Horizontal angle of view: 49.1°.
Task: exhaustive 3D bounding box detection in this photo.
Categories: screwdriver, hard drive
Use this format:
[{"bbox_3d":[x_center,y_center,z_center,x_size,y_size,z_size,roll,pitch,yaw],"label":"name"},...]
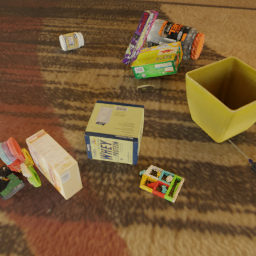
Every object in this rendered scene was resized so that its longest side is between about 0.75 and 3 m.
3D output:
[{"bbox_3d":[4.303,1.035,10.173,0.267,0.256,1.832,7,36,-38],"label":"screwdriver"},{"bbox_3d":[-4.141,1.819,9.422,1.137,0.215,0.794,30,53,27],"label":"hard drive"}]

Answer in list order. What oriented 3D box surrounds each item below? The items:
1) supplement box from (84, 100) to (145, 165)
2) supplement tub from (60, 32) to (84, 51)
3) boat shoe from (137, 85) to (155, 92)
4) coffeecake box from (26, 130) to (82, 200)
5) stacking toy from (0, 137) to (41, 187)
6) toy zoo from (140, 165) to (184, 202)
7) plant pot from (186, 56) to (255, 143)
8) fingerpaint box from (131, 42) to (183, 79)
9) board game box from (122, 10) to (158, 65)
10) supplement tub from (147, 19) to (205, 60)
[{"bbox_3d":[-0.435,0.130,10.318,1.880,1.262,1.878,7,46,7],"label":"supplement box"},{"bbox_3d":[-3.082,-4.766,15.361,1.148,0.831,0.831,-19,49,-17],"label":"supplement tub"},{"bbox_3d":[0.841,-1.894,12.982,0.846,0.303,0.322,-2,34,-2],"label":"boat shoe"},{"bbox_3d":[-2.403,1.181,9.170,0.692,1.454,1.894,-35,55,-29],"label":"coffeecake box"},{"bbox_3d":[-3.606,1.265,9.090,0.741,1.755,1.589,-29,63,-10],"label":"stacking toy"},{"bbox_3d":[1.052,1.814,9.472,1.459,0.149,0.957,20,50,18],"label":"toy zoo"},{"bbox_3d":[3.749,-0.940,10.731,2.461,2.170,2.460,-23,50,-20],"label":"plant pot"},{"bbox_3d":[1.439,-3.251,13.512,2.100,0.770,1.752,-4,41,25],"label":"fingerpaint box"},{"bbox_3d":[0.535,-3.978,12.298,0.378,2.341,1.405,29,30,2],"label":"board game box"},{"bbox_3d":[2.486,-4.564,14.604,2.672,1.637,1.637,21,50,19],"label":"supplement tub"}]
